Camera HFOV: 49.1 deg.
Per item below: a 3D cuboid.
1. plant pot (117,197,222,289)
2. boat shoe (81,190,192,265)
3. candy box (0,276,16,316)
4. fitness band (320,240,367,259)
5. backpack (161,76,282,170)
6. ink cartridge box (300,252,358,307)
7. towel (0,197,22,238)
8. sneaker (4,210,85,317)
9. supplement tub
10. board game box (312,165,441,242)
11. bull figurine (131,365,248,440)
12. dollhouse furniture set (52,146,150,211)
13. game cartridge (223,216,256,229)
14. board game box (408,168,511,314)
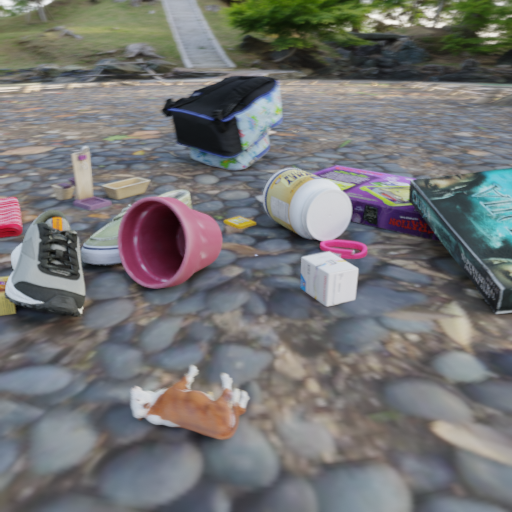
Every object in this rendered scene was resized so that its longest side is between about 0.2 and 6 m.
[{"bbox_3d":[-1.213,-0.217,8.588,1.361,1.361,1.218,13,9,29],"label":"plant pot"},{"bbox_3d":[-2.056,-0.553,9.853,0.940,0.810,2.610,10,23,27],"label":"boat shoe"},{"bbox_3d":[-3.909,0.606,7.634,1.149,0.324,0.670,-6,23,-21],"label":"candy box"},{"bbox_3d":[1.514,-0.128,9.723,0.815,0.152,0.585,8,23,15],"label":"fitness band"},{"bbox_3d":[-0.702,-3.885,16.050,2.621,2.105,2.865,20,48,34],"label":"backpack"},{"bbox_3d":[1.040,0.326,8.068,0.514,0.523,0.710,-11,25,-25],"label":"ink cartridge box"},{"bbox_3d":[-5.533,-0.748,11.064,1.636,0.254,2.263,-9,25,-22],"label":"towel"},{"bbox_3d":[-2.890,0.057,7.802,0.953,1.023,2.580,18,13,-31],"label":"sneaker"},{"bbox_3d":[0.943,-0.961,10.491,1.137,1.137,1.575,-11,24,-25],"label":"supplement tub"},{"bbox_3d":[2.832,-1.197,11.896,4.075,0.658,2.446,17,31,36],"label":"board game box"},{"bbox_3d":[-0.646,1.423,5.436,1.136,0.370,0.690,14,45,21],"label":"bull figurine"},{"bbox_3d":[-3.528,-1.987,12.831,1.451,1.300,1.831,17,28,37],"label":"dollhouse furniture set"},{"bbox_3d":[-0.326,-0.663,11.163,0.440,0.081,0.499,-19,28,-39],"label":"game cartridge"},{"bbox_3d":[4.189,-0.438,8.947,2.406,0.501,3.557,-7,32,-3],"label":"board game box"}]
